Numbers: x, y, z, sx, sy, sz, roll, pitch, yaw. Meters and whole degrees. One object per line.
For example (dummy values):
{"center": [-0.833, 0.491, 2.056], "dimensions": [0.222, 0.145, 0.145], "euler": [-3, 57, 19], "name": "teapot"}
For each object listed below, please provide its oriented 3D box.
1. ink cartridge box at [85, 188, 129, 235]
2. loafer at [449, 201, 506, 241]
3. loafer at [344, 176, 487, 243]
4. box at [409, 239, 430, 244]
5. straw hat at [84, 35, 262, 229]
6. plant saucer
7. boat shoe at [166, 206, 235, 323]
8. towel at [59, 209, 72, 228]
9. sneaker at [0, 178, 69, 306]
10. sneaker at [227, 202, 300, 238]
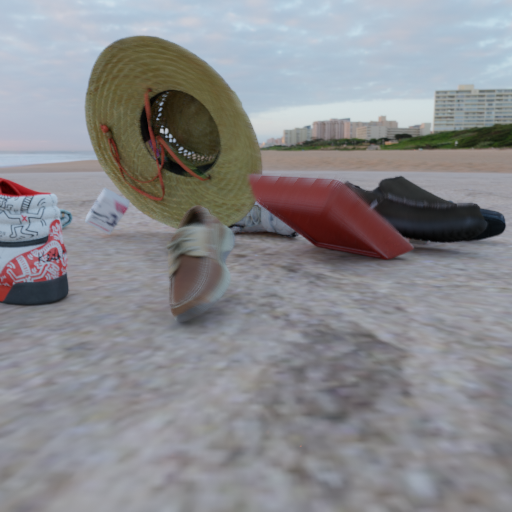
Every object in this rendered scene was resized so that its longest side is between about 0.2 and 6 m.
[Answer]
{"center": [-3.025, -0.897, 11.375], "dimensions": [0.568, 0.785, 0.331], "euler": [29, 28, -23], "name": "ink cartridge box"}
{"center": [3.838, -0.825, 11.137], "dimensions": [2.146, 0.781, 0.776], "euler": [8, 50, 29], "name": "loafer"}
{"center": [2.597, -0.936, 10.187], "dimensions": [3.143, 1.121, 1.147], "euler": [9, -3, 41], "name": "loafer"}
{"center": [3.225, -0.417, 10.869], "dimensions": [0.357, 0.304, 0.559], "euler": [5, 12, 33], "name": "box"}
{"center": [-1.315, -2.617, 11.260], "dimensions": [4.279, 4.279, 1.811], "euler": [7, 39, 33], "name": "straw hat"}
{"center": [1.129, -0.579, 9.184], "dimensions": [2.160, 0.397, 2.164], "euler": [34, -12, -37], "name": "plant saucer"}
{"center": [-0.727, 0.028, 6.261], "dimensions": [0.727, 0.690, 1.921], "euler": [-31, 23, 15], "name": "boat shoe"}
{"center": [-5.438, -0.826, 12.569], "dimensions": [2.024, 0.487, 1.732], "euler": [-10, 15, -44], "name": "towel"}
{"center": [-3.565, -0.225, 6.747], "dimensions": [2.694, 1.444, 0.899], "euler": [2, 11, 10], "name": "sneaker"}
{"center": [0.042, -0.804, 11.525], "dimensions": [1.345, 0.879, 2.340], "euler": [-4, 6, -20], "name": "sneaker"}
